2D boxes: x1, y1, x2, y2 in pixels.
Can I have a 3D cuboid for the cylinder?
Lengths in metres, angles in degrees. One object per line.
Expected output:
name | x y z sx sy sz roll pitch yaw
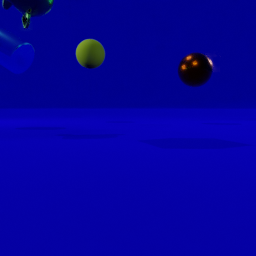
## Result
cylinder | -3.520 -2.295 8.390 1.003 1.003 1.003 31 11 11

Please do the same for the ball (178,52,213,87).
ball | 2.507 -2.169 10.483 1.283 1.283 1.283 0 4 0

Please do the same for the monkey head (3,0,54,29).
monkey head | -2.280 -2.956 6.403 1.027 1.705 1.226 34 -33 -24

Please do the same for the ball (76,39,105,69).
ball | -1.569 -3.096 11.736 1.201 1.201 1.201 0 4 0
